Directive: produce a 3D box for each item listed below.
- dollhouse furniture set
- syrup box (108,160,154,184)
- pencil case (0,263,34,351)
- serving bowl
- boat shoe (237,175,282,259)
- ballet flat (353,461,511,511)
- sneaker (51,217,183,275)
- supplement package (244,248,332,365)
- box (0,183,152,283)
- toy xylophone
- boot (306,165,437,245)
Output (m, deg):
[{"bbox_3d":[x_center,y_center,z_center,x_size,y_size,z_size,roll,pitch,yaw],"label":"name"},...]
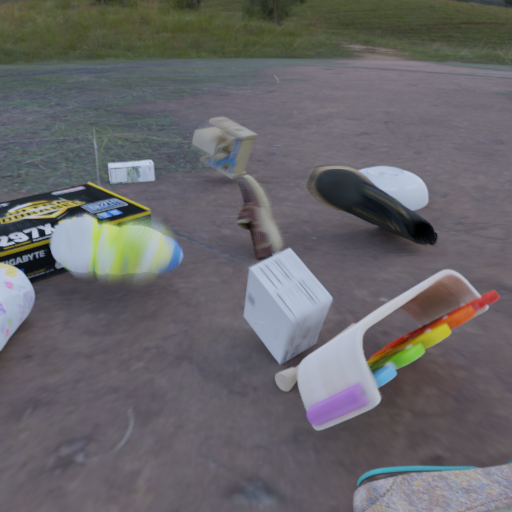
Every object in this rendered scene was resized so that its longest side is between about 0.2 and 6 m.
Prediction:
[{"bbox_3d":[-1.140,-2.875,15.190,1.275,1.282,1.819,32,33,23],"label":"dollhouse furniture set"},{"bbox_3d":[-3.556,-2.396,16.002,1.248,0.491,0.508,-8,26,-16],"label":"syrup box"},{"bbox_3d":[-4.043,0.994,7.982,0.984,1.074,2.367,-9,26,5],"label":"pencil case"},{"bbox_3d":[3.333,-1.836,14.516,2.256,0.742,2.256,1,25,0],"label":"serving bowl"},{"bbox_3d":[-0.082,-0.795,11.521,0.678,1.883,0.679,-17,-16,-13],"label":"boat shoe"},{"bbox_3d":[2.378,2.460,5.311,2.880,0.980,0.968,-7,46,-3],"label":"ballet flat"},{"bbox_3d":[-2.392,-0.054,9.872,2.536,0.960,1.332,9,-5,31],"label":"sneaker"},{"bbox_3d":[0.403,0.724,7.907,0.703,1.267,0.987,-26,59,-24],"label":"supplement package"},{"bbox_3d":[-4.310,-0.540,11.634,3.421,0.844,2.732,-21,34,-38],"label":"box"},{"bbox_3d":[1.601,1.151,7.258,3.099,2.269,0.779,-25,78,-35],"label":"toy xylophone"},{"bbox_3d":[2.444,-1.068,11.602,2.531,0.980,1.751,17,15,-22],"label":"boot"}]
